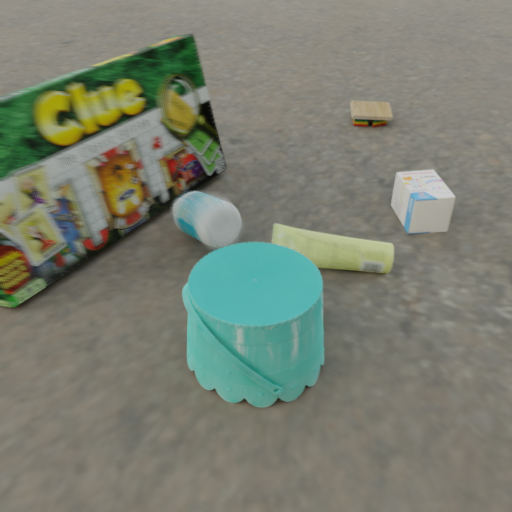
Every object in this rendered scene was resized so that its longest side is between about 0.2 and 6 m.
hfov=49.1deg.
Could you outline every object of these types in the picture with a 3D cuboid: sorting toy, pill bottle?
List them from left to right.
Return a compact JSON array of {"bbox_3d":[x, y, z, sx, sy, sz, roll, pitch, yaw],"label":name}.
[{"bbox_3d":[-0.987,-0.718,10.332,0.833,0.833,1.504,-22,26,-27],"label":"pill bottle"},{"bbox_3d":[3.156,-3.893,15.479,1.069,0.374,1.075,4,36,4],"label":"sorting toy"}]

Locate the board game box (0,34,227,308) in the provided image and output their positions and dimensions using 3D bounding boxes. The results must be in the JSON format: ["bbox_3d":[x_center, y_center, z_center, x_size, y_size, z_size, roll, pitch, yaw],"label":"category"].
[{"bbox_3d":[-2.824,-1.900,10.435,0.690,3.083,5.885,6,33,37],"label":"board game box"}]

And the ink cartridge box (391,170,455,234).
[{"bbox_3d":[3.312,-1.147,11.336,0.836,0.814,1.300,-4,37,-6],"label":"ink cartridge box"}]

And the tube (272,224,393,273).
[{"bbox_3d":[1.329,-0.089,9.951,2.139,0.555,0.621,6,72,0],"label":"tube"}]

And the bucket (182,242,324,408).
[{"bbox_3d":[-0.026,0.892,8.045,2.186,1.422,2.186,0,35,0],"label":"bucket"}]
